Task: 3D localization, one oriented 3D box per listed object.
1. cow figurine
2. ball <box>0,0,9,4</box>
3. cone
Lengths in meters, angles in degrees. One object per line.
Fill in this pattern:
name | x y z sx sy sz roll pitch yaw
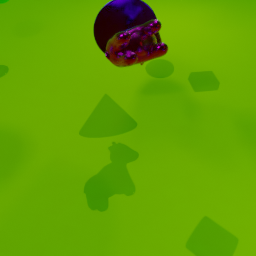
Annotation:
cow figurine | 0.136 -1.559 5.369 1.462 0.803 1.439 -25 15 -24
ball | -3.860 -4.130 8.307 0.815 0.815 0.815 0 44 0
cone | -0.133 -2.728 6.996 1.501 1.501 1.507 -5 43 -5
